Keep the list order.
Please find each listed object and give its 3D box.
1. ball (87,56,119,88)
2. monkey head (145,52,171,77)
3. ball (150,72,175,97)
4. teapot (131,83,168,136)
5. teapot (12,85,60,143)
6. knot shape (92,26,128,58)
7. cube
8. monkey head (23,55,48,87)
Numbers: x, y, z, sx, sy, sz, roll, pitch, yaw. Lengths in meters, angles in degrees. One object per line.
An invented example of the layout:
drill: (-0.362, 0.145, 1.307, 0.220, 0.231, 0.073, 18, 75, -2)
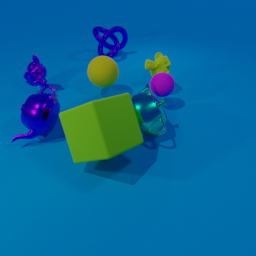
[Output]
ball: (-0.807, -1.827, 9.116, 1.015, 1.015, 1.015, 0, 38, 0)
monkey head: (0.936, -1.969, 9.323, 0.956, 1.329, 0.801, 9, -4, -15)
ball: (1.051, -1.325, 8.576, 0.747, 0.747, 0.747, 0, 38, 0)
teapot: (0.584, -0.507, 7.653, 0.968, 1.229, 1.977, -33, 45, 14)
teapot: (-2.459, -0.367, 7.586, 0.941, 1.194, 1.921, 18, 66, 2)
knot shape: (-0.852, -3.696, 11.652, 1.429, 0.706, 1.527, 40, 79, -6)
cube: (-0.609, 0.006, 6.509, 1.238, 1.238, 1.238, -13, 5, 42)
monkey head: (-2.949, -1.762, 9.346, 0.923, 1.283, 0.773, 23, 63, 13)
